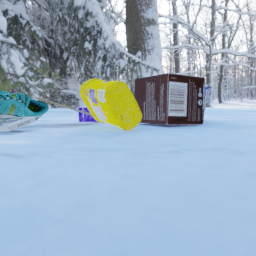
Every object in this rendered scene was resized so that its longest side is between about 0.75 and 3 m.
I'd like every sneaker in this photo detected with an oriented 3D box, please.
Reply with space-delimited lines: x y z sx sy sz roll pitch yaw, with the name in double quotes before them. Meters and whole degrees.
"sneaker" -3.339 -0.771 8.051 0.961 0.935 2.412 -21 -18 24

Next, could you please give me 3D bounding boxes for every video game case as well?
"video game case" -3.150 -0.097 6.801 1.352 0.158 1.229 -2 11 9

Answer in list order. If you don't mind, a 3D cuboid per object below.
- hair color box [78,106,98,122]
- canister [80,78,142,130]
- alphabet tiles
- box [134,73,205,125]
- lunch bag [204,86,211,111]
"hair color box" -0.842 -0.556 10.861 1.941 0.629 1.061 -1 6 6
"canister" -0.491 -0.659 7.515 0.775 1.330 1.791 -37 24 -17
"alphabet tiles" -2.011 -0.689 9.196 2.075 0.078 1.734 16 1 -24
"box" 1.304 -0.892 9.150 1.516 1.532 1.846 -1 4 -31
"lunch bag" 2.767 -1.021 10.888 0.475 1.257 1.008 23 25 29
